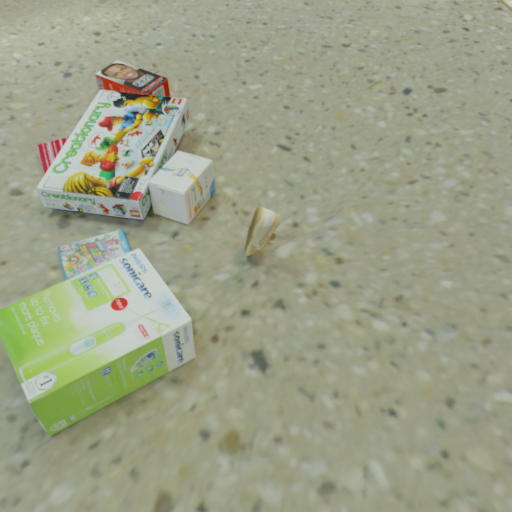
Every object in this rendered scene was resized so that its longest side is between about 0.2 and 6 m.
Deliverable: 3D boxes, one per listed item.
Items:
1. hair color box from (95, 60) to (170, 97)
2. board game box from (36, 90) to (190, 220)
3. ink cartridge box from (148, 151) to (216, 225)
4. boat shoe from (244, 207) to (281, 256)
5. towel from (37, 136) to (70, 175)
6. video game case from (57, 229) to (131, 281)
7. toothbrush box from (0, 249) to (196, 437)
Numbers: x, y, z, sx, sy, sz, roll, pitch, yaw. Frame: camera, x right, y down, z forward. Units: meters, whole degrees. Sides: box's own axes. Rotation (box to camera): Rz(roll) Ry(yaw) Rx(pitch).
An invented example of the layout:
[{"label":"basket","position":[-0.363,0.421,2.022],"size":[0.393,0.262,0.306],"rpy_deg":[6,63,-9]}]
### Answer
[{"label":"hair color box","position":[-3.409,-4.719,15.459],"size":[1.873,0.573,0.950],"rpy_deg":[25,52,22]},{"label":"board game box","position":[-3.131,-2.445,12.901],"size":[2.313,0.634,3.664],"rpy_deg":[7,51,8]},{"label":"ink cartridge box","position":[-1.590,-1.485,12.178],"size":[0.905,0.922,1.252],"rpy_deg":[19,50,19]},{"label":"boat shoe","position":[0.126,-0.391,10.826],"size":[0.548,1.585,0.584],"rpy_deg":[12,67,-6]},{"label":"towel","position":[-3.789,-2.389,13.481],"size":[2.625,0.295,1.899],"rpy_deg":[-18,52,-14]},{"label":"video game case","position":[-3.257,-0.021,11.371],"size":[1.366,0.122,0.977],"rpy_deg":[-17,49,-16]},{"label":"toothbrush box","position":[-2.669,1.344,9.384],"size":[2.698,1.161,1.965],"rpy_deg":[-25,52,-23]}]
